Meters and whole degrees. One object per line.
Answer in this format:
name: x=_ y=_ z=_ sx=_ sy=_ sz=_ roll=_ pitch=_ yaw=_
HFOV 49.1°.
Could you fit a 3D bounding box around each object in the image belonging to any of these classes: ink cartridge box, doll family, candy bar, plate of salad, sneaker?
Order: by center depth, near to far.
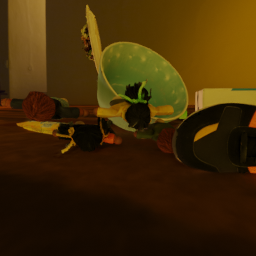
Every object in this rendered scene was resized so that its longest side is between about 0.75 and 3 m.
sneaker: x=1.485 y=0.113 z=2.669 sx=2.039 sy=0.713 sz=0.917 roll=1 pitch=2 yaw=-11
doll family: x=-0.370 y=-0.128 z=4.117 sx=2.732 sy=1.072 sz=1.579 roll=-6 pitch=10 yaw=-6
candy bar: x=-1.725 y=-0.016 z=6.349 sx=0.603 sy=0.268 sz=2.417 roll=-6 pitch=8 yaw=-44
plate of salad: x=-1.248 y=-2.884 z=9.462 sx=0.566 sy=2.356 sz=2.356 roll=-8 pitch=6 yaw=0
ink cartridge box: x=3.680 y=-0.901 z=10.667 sx=1.973 sy=1.149 sz=2.729 roll=1 pitch=6 yaw=9

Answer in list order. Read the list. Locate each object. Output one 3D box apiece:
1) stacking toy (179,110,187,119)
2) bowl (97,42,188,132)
stacking toy: x=0.735 y=-0.590 z=10.508 sx=2.211 sy=0.689 sz=2.933 roll=-1 pitch=9 yaw=-7
bowl: x=0.164 y=-0.807 z=6.573 sx=2.231 sy=2.231 sz=1.167 roll=-4 pitch=-29 yaw=-34
